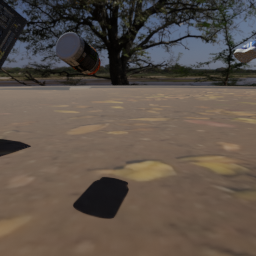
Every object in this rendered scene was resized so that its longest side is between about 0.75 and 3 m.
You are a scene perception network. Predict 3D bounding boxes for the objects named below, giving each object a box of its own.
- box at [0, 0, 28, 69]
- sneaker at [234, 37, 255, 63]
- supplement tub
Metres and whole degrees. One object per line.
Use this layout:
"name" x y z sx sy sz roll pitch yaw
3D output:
"box" -4.104 -2.647 7.710 0.589 2.310 1.821 0 -27 44
"sneaker" 4.187 -2.681 9.152 1.004 0.552 1.371 -44 9 -1
"supplement tub" -0.858 -1.300 5.035 0.520 0.520 0.849 4 -10 23
